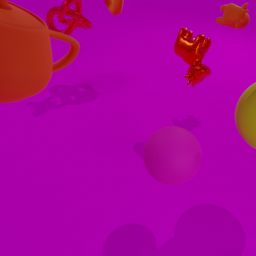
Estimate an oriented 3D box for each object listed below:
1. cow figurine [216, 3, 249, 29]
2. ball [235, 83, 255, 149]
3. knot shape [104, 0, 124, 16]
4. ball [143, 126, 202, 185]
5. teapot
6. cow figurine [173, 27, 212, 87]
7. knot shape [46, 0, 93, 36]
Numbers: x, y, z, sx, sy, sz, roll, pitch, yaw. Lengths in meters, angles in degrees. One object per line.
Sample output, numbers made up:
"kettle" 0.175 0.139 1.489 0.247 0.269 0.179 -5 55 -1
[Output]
"cow figurine" 2.538 -2.573 6.521 1.019 0.559 1.003 5 22 -31
"ball" 2.319 -0.195 4.367 1.216 1.216 1.216 0 40 0
"knot shape" -0.601 -4.176 7.758 1.642 1.755 0.811 31 39 13
"ball" 0.678 0.424 4.324 0.904 0.904 0.904 0 40 0
"teapot" -1.254 -0.807 2.465 1.842 0.902 1.145 1 36 -42
"cow figurine" 1.339 -1.485 5.975 0.587 1.052 1.069 2 28 -49
"knot shape" -1.549 -2.994 7.453 1.233 1.153 0.570 -7 67 -16
